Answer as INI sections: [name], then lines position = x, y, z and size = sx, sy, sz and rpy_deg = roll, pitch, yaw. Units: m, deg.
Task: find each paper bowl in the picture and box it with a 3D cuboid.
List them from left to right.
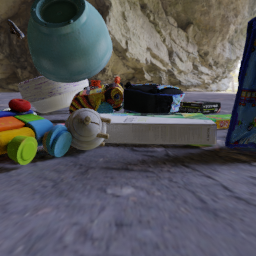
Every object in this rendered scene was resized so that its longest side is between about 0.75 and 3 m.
[paper bowl]
position = -3.151, -1.620, 12.291
size = 2.926, 1.522, 2.926
rpy_deg = -14, 12, 3

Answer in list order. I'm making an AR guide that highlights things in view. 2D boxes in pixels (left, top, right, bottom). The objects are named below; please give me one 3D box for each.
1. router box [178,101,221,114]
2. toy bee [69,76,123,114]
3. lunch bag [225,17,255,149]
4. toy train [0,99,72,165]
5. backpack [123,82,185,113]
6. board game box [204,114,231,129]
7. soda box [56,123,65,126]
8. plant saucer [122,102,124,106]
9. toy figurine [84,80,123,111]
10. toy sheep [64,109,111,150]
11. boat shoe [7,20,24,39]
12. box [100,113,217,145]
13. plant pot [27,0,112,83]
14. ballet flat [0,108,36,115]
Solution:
[router box]
position = 3.165, -0.941, 12.575
size = 1.170, 0.485, 1.562
rpy_deg = -6, 10, -32
[toy bee]
position = -0.730, -1.128, 9.856
size = 2.661, 1.447, 1.742
rpy_deg = -8, 30, -21
[lunch bag]
position = 3.107, -0.923, 5.421
size = 2.014, 2.675, 1.258
rpy_deg = -5, 10, -28
[toy train]
position = -2.041, 0.205, 4.362
size = 1.338, 0.978, 2.312
rpy_deg = 19, 16, 22
[backpack]
position = 0.933, -0.878, 9.444
size = 1.835, 1.235, 1.676
rpy_deg = -9, 19, -41
[board game box]
position = 3.083, -0.223, 8.562
size = 2.435, 0.365, 1.163
rpy_deg = 0, 8, -15
[soda box]
position = -1.517, 0.081, 6.704
size = 0.276, 0.304, 0.869
rpy_deg = -4, 9, -22
[plant saucer]
position = -0.387, -1.248, 15.180
size = 1.619, 0.291, 1.619
rpy_deg = 0, 8, 0
[toy figurine]
position = -1.247, -1.518, 13.328
size = 1.892, 1.316, 1.863
rpy_deg = 1, 5, -31
[toy sheep]
position = -0.796, 0.019, 5.367
size = 0.885, 0.885, 1.283
rpy_deg = -3, -21, -16
[boat shoe]
position = -4.001, -3.433, 9.785
size = 0.287, 0.794, 0.287
rpy_deg = -43, -5, -15
[box]
position = 0.549, -0.046, 6.854
size = 2.800, 0.509, 2.021
rpy_deg = 2, 10, 5
[plant pot]
position = -1.915, -3.003, 8.624
size = 2.701, 2.701, 1.810
rpy_deg = 0, -25, 3
[ballet flat]
position = -3.247, -0.294, 8.365
size = 0.645, 0.645, 1.796
rpy_deg = 2, 9, 12
